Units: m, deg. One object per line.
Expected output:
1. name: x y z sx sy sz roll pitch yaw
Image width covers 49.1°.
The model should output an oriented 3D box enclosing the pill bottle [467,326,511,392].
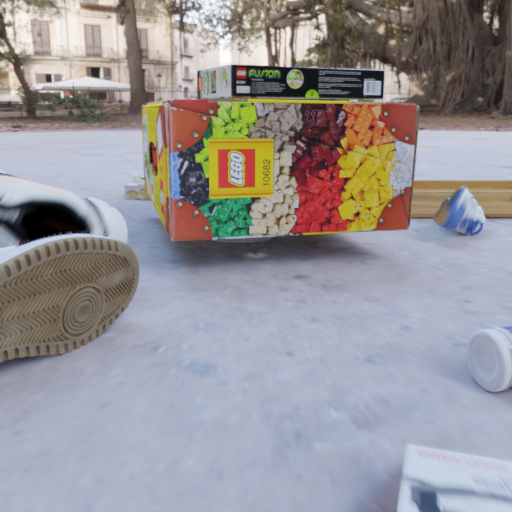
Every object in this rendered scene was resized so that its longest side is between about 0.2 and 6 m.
1. pill bottle: 2.194 0.801 4.522 0.824 0.493 0.493 -4 16 -15

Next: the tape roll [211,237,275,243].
1. tape roll: -0.278 -0.571 9.540 1.296 0.453 1.296 1 15 0

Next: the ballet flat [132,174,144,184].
1. ballet flat: -2.184 -1.771 13.700 1.750 0.628 0.628 -1 16 -7

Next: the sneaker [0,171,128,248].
1. sneaker: -3.041 -0.563 6.518 2.970 1.095 1.188 9 -1 -3

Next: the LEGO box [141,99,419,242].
1. LEGO box: -0.023 -1.617 9.131 3.361 1.741 4.513 -3 15 -14

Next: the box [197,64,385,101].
1. box: 0.514 -2.623 8.598 2.553 0.443 1.405 -7 16 -25

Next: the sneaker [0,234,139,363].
1. sneaker: -2.678 0.360 4.956 1.769 1.120 3.145 15 23 34

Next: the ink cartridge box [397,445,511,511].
1. ink cartridge box: 1.008 1.356 2.776 0.607 0.354 0.840 5 16 18

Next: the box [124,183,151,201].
1. box: -2.204 -1.468 12.980 1.758 0.364 0.340 5 17 15

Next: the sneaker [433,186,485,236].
1. sneaker: 3.510 -0.693 9.374 0.783 0.668 1.776 47 30 7

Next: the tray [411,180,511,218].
1. tray: 4.347 -1.189 11.577 3.225 0.597 1.591 -1 16 0
